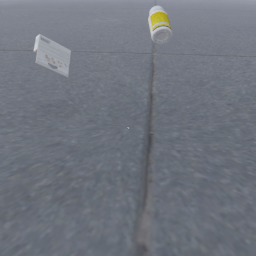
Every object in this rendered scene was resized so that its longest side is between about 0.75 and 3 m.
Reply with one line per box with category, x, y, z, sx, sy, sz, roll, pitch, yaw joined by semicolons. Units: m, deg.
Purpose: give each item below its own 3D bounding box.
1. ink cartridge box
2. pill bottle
ink cartridge box;-2.038;-1.896;7.546;0.224;0.884;1.004;-16;-26;41
pill bottle;0.789;-2.626;7.067;0.515;0.515;0.926;-4;61;-6
